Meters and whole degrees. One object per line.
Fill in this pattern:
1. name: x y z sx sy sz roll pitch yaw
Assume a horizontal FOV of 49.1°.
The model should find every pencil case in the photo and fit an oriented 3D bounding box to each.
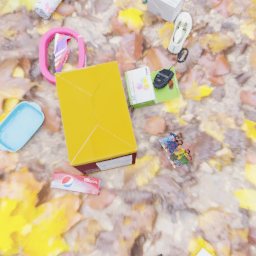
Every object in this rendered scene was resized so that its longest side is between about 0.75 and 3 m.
1. pencil case: -3.375 -5.603 12.258 0.768 0.704 1.694 36 75 -15

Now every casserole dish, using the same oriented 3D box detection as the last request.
1. casserole dish: -4.147 -0.030 10.827 1.299 0.416 2.145 35 78 9

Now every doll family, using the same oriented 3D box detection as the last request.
1. doll family: 1.845 0.770 10.504 0.930 0.632 1.610 -25 73 -2

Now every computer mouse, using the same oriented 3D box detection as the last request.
1. computer mouse: 1.731 -2.316 10.999 0.605 0.351 2.065 36 82 36

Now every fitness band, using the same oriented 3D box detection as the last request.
1. fitness band: -2.721 -3.026 11.647 1.908 0.497 2.657 -6 73 -1

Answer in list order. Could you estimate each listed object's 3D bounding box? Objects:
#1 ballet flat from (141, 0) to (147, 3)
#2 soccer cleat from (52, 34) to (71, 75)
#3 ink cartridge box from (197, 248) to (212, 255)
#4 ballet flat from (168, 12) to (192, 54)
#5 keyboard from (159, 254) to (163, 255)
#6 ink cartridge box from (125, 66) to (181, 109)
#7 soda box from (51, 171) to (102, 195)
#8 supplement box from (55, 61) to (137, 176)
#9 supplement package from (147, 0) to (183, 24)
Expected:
1. ballet flat: 0.957 -5.889 12.582 0.806 0.272 0.257 -33 73 -8
2. soccer cleat: -2.753 -3.028 11.603 0.687 0.641 1.878 3 73 -8
3. ink cartridge box: 2.777 4.821 9.390 1.444 0.490 0.838 41 78 11
4. ballet flat: 2.265 -4.172 11.865 0.746 0.746 2.149 19 75 5
5. keyboard: 1.365 5.299 9.391 1.183 0.253 1.970 -26 76 -7
6. ink cartridge box: 0.950 -1.674 10.867 1.876 0.711 1.386 -13 78 13
7. soda box: -1.854 2.018 10.166 1.727 0.547 0.604 8 74 3
8. supplement box: -0.976 -0.136 9.524 1.956 2.946 2.906 -12 74 -3
9. supplement package: 1.573 -5.365 12.023 1.333 1.038 0.739 33 77 9
